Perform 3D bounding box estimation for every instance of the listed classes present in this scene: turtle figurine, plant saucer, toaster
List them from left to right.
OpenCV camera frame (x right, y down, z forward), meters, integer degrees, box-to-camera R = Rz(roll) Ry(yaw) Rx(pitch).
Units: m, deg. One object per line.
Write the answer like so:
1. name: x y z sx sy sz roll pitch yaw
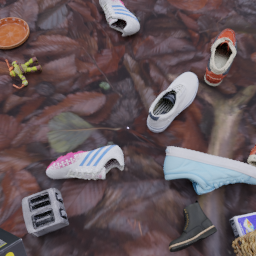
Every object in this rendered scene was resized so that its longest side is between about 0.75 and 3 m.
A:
1. plant saucer: -4.533 -3.593 10.682 1.545 0.249 1.545 0 63 0
2. turtle figurine: -3.677 -2.104 9.785 1.124 0.449 1.394 -27 66 -14
3. toaster: -2.226 2.230 7.410 1.106 0.656 1.000 -18 63 -9

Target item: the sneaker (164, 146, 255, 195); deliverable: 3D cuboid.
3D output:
1. sneaker: 2.338 1.347 7.828 2.795 1.033 1.145 13 86 6

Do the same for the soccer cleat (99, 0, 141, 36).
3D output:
1. soccer cleat: -0.531 -4.395 10.737 1.009 0.817 2.338 -35 68 -25

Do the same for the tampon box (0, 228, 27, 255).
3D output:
1. tampon box: -1.921 1.978 3.697 0.873 1.383 1.036 -24 105 -43

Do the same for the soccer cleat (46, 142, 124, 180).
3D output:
1. soccer cleat: -1.162 1.110 7.895 2.226 0.777 0.961 -19 57 -10

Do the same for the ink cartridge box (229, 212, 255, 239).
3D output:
1. ink cartridge box: 3.680 3.006 7.106 1.751 0.380 1.735 -6 63 -14

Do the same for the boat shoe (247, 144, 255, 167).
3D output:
1. boat shoe: 4.634 1.250 7.763 2.547 0.906 0.797 30 58 19

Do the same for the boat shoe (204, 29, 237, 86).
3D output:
1. boat shoe: 3.342 -2.670 9.885 0.921 0.809 2.587 20 63 12

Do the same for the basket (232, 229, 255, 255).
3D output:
1. basket: 4.075 2.743 5.996 2.651 1.975 1.892 -15 67 -21

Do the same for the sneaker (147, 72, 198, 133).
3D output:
1. sneaker: 1.526 -0.961 8.927 0.936 0.908 2.564 30 66 15

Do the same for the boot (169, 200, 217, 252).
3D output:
1. boot: 1.516 2.574 7.371 1.367 0.530 0.946 -15 58 -22
